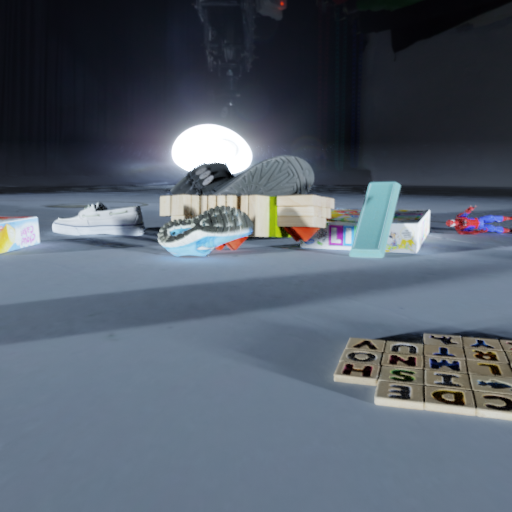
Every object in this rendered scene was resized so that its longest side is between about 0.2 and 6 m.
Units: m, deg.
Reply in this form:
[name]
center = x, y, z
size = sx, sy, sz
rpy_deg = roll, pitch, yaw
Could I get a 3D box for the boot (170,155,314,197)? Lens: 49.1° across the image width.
[boot]
center = -0.531, -1.852, 14.679
size = 3.180, 1.266, 3.858
rpy_deg = -25, 19, -6

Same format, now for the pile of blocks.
[pile of blocks]
center = -0.209, -0.680, 11.947
size = 3.685, 1.145, 1.513
rpy_deg = 2, 1, 8

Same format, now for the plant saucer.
[plant saucer]
center = 2.415, -0.788, 11.383
size = 0.696, 0.189, 1.991
rpy_deg = 2, 53, 27

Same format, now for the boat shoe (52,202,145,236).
[boat shoe]
center = -4.106, -0.994, 14.648
size = 2.503, 0.836, 0.921
rpy_deg = 1, 9, 6

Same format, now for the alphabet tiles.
[alphabet tiles]
center = 1.845, 0.989, 4.888
size = 2.189, 0.083, 1.830
rpy_deg = 3, 10, 16

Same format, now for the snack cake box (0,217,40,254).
[snack cake box]
center = -5.609, -0.452, 11.927
size = 1.109, 0.648, 1.928
rpy_deg = -1, 9, 7

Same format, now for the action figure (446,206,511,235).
[action figure]
center = 5.900, -0.874, 14.301
size = 1.958, 0.639, 0.969
rpy_deg = -1, -7, -3

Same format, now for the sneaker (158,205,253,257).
[sneaker]
center = -0.929, -0.408, 10.828
size = 1.807, 0.708, 0.813
rpy_deg = -10, -36, 7

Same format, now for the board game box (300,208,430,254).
[board game box]
center = 2.731, -0.681, 13.328
size = 2.467, 0.628, 3.669
rpy_deg = 3, 10, 20
